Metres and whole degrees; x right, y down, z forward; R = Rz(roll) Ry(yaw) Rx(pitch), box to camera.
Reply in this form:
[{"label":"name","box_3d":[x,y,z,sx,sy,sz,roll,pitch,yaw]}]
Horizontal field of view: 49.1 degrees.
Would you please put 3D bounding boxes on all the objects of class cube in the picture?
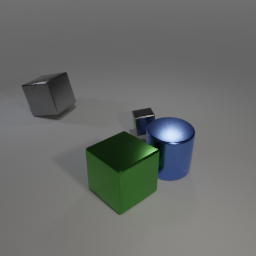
[{"label":"cube","box_3d":[-0.148,1.139,7.565,1.400,1.400,1.400,-24,37,-36]},{"label":"cube","box_3d":[0.563,-0.223,9.822,0.700,0.700,0.700,-10,26,-4]},{"label":"cube","box_3d":[-3.313,-1.435,11.884,1.400,1.400,1.400,-2,26,27]}]

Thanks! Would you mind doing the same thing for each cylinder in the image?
[{"label":"cylinder","box_3d":[1.239,0.606,8.437,1.400,1.400,1.400,0,33,0]}]
